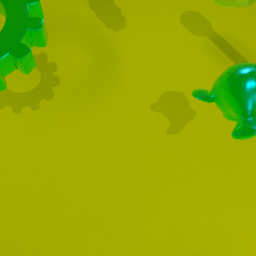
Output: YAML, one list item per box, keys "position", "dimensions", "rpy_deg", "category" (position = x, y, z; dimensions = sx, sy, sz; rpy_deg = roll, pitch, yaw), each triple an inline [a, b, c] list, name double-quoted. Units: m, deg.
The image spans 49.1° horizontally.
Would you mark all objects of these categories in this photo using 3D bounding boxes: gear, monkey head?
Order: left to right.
- position: [-2.191, -1.396, 3.888]
  dimensions: [2.016, 0.373, 2.016]
  rpy_deg: [2, 68, -5]
  category: "gear"
- position: [1.790, -0.455, 4.382]
  dimensions: [0.971, 1.612, 1.160]
  rpy_deg: [55, 45, -19]
  category: "monkey head"

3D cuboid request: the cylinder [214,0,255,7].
- position: [2.595, -3.346, 6.740]
  dimensions: [0.806, 0.806, 0.806]
  rpy_deg: [-27, 31, -13]
  category: "cylinder"
